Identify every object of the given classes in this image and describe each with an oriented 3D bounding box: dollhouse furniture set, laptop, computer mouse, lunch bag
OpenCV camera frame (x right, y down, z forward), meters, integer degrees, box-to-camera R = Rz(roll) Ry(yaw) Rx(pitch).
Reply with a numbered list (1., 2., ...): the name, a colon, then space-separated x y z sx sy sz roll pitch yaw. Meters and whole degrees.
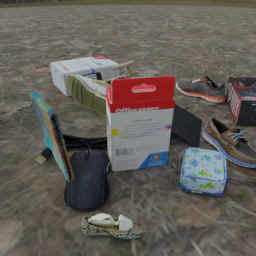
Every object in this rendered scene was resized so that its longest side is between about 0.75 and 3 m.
1. dollhouse furniture set: -0.179 -1.445 10.448 1.368 1.804 2.059 -16 15 8
2. laptop: 1.290 -0.029 9.572 2.037 1.180 1.907 -19 20 26
3. computer mouse: -1.456 0.864 7.366 2.102 0.689 2.994 2 29 1
4. lunch bag: 1.927 1.080 7.105 1.117 0.573 1.390 6 30 13

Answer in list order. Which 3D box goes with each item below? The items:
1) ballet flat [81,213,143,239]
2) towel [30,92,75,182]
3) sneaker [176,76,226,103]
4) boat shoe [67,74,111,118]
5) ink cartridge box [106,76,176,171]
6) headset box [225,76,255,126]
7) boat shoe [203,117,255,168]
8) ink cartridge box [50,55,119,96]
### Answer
1. ballet flat: -0.323 1.953 5.645 1.270 0.478 0.431 3 24 4
2. towel: -1.886 0.111 6.801 0.251 1.700 2.318 -20 26 -20
3. sneaker: 3.126 -1.831 11.896 2.307 0.945 0.889 23 37 35
4. boat shoe: -1.222 -1.315 10.937 1.016 1.111 2.972 -26 49 -37
5. ink cartridge box: 0.261 -0.222 7.204 1.563 2.690 0.905 -5 35 -9
6. headset box: 4.861 -0.959 10.272 1.999 1.009 2.689 4 30 8
7. boat shoe: 2.997 0.367 8.152 0.747 0.748 2.068 -16 36 -29
8. ink cartridge box: -1.983 -2.467 12.873 2.621 1.085 1.910 -16 33 -26
